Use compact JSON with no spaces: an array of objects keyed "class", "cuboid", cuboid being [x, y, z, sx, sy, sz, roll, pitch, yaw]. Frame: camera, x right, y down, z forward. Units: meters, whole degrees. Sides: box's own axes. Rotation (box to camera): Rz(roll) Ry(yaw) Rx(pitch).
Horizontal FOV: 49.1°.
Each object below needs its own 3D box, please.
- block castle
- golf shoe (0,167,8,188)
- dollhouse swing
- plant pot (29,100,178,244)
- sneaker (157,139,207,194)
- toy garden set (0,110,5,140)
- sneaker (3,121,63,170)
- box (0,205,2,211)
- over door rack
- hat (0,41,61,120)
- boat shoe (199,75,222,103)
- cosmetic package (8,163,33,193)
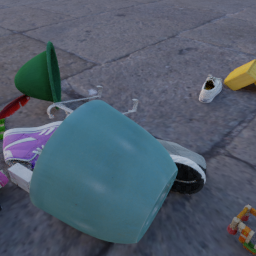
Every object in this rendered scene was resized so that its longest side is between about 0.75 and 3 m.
[{"class":"block castle","cuboid":[2.758,2.251,5.885,0.765,0.537,1.145,-26,45,-37]},{"class":"golf shoe","cuboid":[-4.406,1.157,7.159,2.910,1.096,1.332,15,55,22]},{"class":"dollhouse swing","cuboid":[5.188,-1.905,11.862,1.446,1.399,1.591,-26,13,45]},{"class":"plant pot","cuboid":[-0.271,1.065,5.894,2.154,2.684,2.684,28,43,17]},{"class":"sneaker","cuboid":[0.677,0.772,7.609,2.993,1.106,1.187,21,31,18]},{"class":"toy garden set","cuboid":[-4.876,-0.105,9.302,1.412,0.338,1.693,-13,38,-18]},{"class":"sneaker","cuboid":[-2.380,0.588,8.108,2.279,0.826,1.299,-11,50,-12]},{"class":"box","cuboid":[-3.669,1.659,5.884,0.875,1.466,1.490,13,37,19]},{"class":"over door rack","cuboid":[-1.109,-0.519,9.470,1.892,0.853,2.561,24,35,29]},{"class":"hat","cuboid":[-3.776,-1.628,9.738,2.539,2.389,2.885,-7,33,-6]},{"class":"boat shoe","cuboid":[3.336,-1.758,11.208,0.690,0.796,1.867,21,41,26]},{"class":"cosmetic package","cuboid":[-2.673,1.304,7.244,0.831,0.469,0.337,21,40,30]}]
